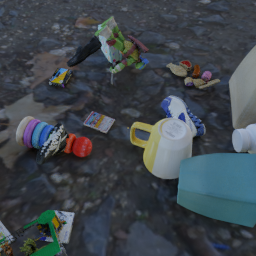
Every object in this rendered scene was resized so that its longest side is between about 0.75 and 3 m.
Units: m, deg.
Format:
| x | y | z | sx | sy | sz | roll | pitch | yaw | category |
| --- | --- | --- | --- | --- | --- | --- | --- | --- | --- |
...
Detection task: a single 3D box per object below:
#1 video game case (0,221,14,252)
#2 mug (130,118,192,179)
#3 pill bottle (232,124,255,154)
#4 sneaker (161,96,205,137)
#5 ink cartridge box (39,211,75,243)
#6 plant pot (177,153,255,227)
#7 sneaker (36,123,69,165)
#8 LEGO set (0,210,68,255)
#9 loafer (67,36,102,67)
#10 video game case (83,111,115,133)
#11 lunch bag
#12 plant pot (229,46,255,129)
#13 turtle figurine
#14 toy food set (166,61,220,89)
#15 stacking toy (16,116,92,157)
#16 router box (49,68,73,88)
| x | y | z | sx | sy | sz | roll | pitch | yaw | category |
| --- | --- | --- | --- | --- | --- | --- | --- | --- | --- |
| -3.823 | 3.171 | 7.864 | 0.843 | 0.102 | 0.926 | 36 | 59 | 26 | video game case |
| 1.147 | 0.560 | 8.988 | 2.021 | 1.659 | 1.619 | -5 | 52 | -4 | mug |
| 4.635 | 0.374 | 9.515 | 1.916 | 1.075 | 1.075 | -5 | 51 | -3 | pill bottle |
| 1.743 | -0.281 | 10.218 | 1.158 | 0.810 | 2.005 | -27 | 57 | -22 | sneaker |
| -2.049 | 2.836 | 8.089 | 0.867 | 0.176 | 0.866 | 4 | 51 | 4 | ink cartridge box |
| 2.594 | 1.699 | 8.179 | 2.223 | 1.571 | 1.570 | 5 | 51 | 11 | plant pot |
| -2.018 | 0.530 | 7.795 | 0.456 | 0.621 | 1.373 | -15 | 39 | 36 | sneaker |
| -2.439 | 3.556 | 6.993 | 2.689 | 1.558 | 2.067 | -31 | 29 | -23 | LEGO set |
| -1.579 | -2.659 | 9.769 | 1.438 | 0.488 | 0.505 | -38 | 98 | -4 | loafer |
| -1.092 | -0.225 | 10.636 | 0.988 | 0.086 | 0.706 | 20 | 54 | 15 | video game case |
| -0.805 | -3.916 | 12.794 | 0.668 | 1.390 | 1.733 | -19 | 52 | -14 | lunch bag |
| 5.559 | -1.640 | 10.227 | 2.846 | 2.522 | 2.849 | 7 | 51 | 6 | plant pot |
| -0.499 | -3.074 | 11.340 | 1.690 | 2.277 | 2.348 | -49 | 28 | -15 | turtle figurine |
| 2.846 | -2.309 | 12.205 | 1.435 | 0.356 | 2.257 | -22 | 47 | -17 | toy food set |
| -2.459 | 0.436 | 9.636 | 2.510 | 1.072 | 1.072 | 17 | 53 | 5 | stacking toy |
| -2.904 | -2.188 | 12.130 | 0.706 | 0.242 | 0.947 | 12 | 52 | 9 | router box |
